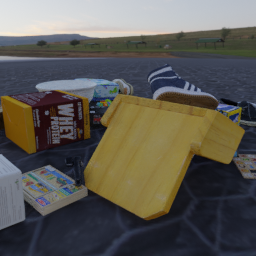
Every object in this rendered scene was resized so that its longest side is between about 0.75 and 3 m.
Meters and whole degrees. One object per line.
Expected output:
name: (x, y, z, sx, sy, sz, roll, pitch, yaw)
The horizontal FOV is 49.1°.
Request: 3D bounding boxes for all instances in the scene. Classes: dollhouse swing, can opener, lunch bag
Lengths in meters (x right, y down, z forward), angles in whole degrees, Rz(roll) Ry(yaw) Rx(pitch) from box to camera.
dollhouse swing: (0.742, 0.636, 6.320, 2.616, 2.300, 2.377, 14, -3, 41)
can opener: (-1.127, 0.944, 6.119, 0.407, 0.328, 1.036, -14, 30, -12)
lunch bag: (-1.784, -2.070, 15.008, 1.928, 0.989, 2.398, -5, 18, -36)

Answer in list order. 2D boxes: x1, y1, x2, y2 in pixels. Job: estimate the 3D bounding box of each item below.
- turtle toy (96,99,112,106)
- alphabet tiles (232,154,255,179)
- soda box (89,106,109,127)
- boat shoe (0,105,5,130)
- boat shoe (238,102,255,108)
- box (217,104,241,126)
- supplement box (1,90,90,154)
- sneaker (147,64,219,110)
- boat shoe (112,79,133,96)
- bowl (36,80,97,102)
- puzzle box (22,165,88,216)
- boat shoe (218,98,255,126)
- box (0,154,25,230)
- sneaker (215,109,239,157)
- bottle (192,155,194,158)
turtle toy: (-1.053, -1.005, 12.638, 0.717, 0.498, 0.984, 7, 19, 21)
alphabet tiles: (3.381, 0.973, 7.210, 1.168, 0.053, 1.397, 1, 18, 5)
soda box: (-0.533, -0.418, 10.349, 1.784, 0.631, 0.565, 0, 32, -3)
boat shoe: (-3.817, -0.711, 10.648, 2.788, 0.994, 0.899, -11, 37, -28)
boat shoe: (5.269, -0.618, 11.471, 1.878, 0.676, 0.582, 19, 1, 38)
box: (2.704, -0.525, 10.515, 0.967, 0.887, 2.760, -16, 24, -40)
supplement box: (-2.666, -0.335, 9.110, 2.077, 1.379, 2.048, -15, 23, -38)
sneaker: (1.510, -1.051, 7.774, 2.210, 0.774, 1.199, 8, 45, -32)
boat shoe: (-0.568, -2.410, 16.432, 0.791, 0.865, 2.313, -4, 18, -28)
bowl: (-2.743, -1.417, 12.766, 2.680, 1.205, 2.680, 0, 18, 0)
puzzle box: (-1.753, 1.270, 6.034, 1.566, 0.199, 1.042, 17, 25, 42)
boat shoe: (4.584, -0.637, 11.019, 0.963, 0.804, 2.582, -12, 23, -37)
box: (-2.482, 1.164, 5.005, 0.882, 1.030, 1.025, -12, 22, -41)
sneaker: (2.467, -0.023, 8.334, 0.959, 1.073, 2.620, 11, 20, -17)
bottle: (1.254, 0.153, 8.306, 1.189, 0.929, 2.846, -1, 18, -5)
